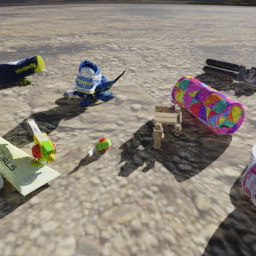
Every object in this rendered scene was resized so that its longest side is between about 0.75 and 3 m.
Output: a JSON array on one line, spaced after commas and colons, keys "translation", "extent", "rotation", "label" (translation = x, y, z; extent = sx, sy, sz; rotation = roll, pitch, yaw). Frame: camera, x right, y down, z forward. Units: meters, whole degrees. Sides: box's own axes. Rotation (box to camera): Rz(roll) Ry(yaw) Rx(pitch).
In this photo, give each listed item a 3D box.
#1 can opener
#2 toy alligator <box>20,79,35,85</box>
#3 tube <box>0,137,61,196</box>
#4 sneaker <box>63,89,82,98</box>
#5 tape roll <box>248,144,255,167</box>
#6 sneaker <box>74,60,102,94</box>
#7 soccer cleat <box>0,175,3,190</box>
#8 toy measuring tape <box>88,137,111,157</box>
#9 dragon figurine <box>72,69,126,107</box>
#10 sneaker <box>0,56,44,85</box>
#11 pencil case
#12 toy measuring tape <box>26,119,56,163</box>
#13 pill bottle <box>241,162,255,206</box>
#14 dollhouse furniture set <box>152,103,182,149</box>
[{"translation": [4.834, -2.489, 12.767], "extent": [2.845, 0.759, 0.951], "rotation": [27, 6, 40], "label": "can opener"}, {"translation": [-4.384, -2.021, 12.200], "extent": [0.821, 0.197, 0.272], "rotation": [8, 31, 15], "label": "toy alligator"}, {"translation": [-2.893, 0.752, 6.804], "extent": [2.631, 0.683, 0.763], "rotation": [26, 74, 29], "label": "tube"}, {"translation": [-2.098, -1.270, 10.741], "extent": [0.895, 0.342, 0.360], "rotation": [8, 29, 35], "label": "sneaker"}, {"translation": [3.641, 0.872, 6.683], "extent": [1.421, 0.497, 1.421], "rotation": [0, 30, 0], "label": "tape roll"}, {"translation": [-1.335, -1.988, 9.987], "extent": [0.821, 0.913, 2.219], "rotation": [10, 28, -6], "label": "sneaker"}, {"translation": [-3.527, 1.002, 6.231], "extent": [1.653, 0.714, 0.577], "rotation": [7, 30, 13], "label": "soccer cleat"}, {"translation": [-0.706, 0.492, 7.445], "extent": [0.362, 0.362, 0.983], "rotation": [11, 23, 19], "label": "toy measuring tape"}, {"translation": [-0.956, -1.502, 10.658], "extent": [2.637, 0.776, 1.311], "rotation": [-19, 35, -26], "label": "dragon figurine"}, {"translation": [-4.998, -2.515, 12.417], "extent": [2.483, 0.918, 1.021], "rotation": [-25, 23, -34], "label": "sneaker"}, {"translation": [2.475, -0.771, 9.080], "extent": [1.187, 1.187, 2.686], "rotation": [-11, 30, -20], "label": "pencil case"}, {"translation": [-2.177, 0.378, 6.865], "extent": [0.566, 0.566, 1.539], "rotation": [-19, 45, -31], "label": "toy measuring tape"}, {"translation": [2.989, 1.428, 5.139], "extent": [1.025, 1.025, 1.809], "rotation": [-4, 29, -8], "label": "pill bottle"}, {"translation": [1.130, -0.039, 8.206], "extent": [0.809, 0.691, 1.561], "rotation": [4, 33, 7], "label": "dollhouse furniture set"}]
